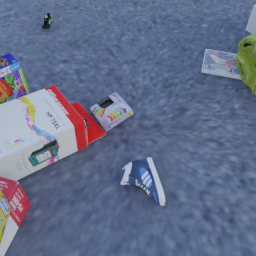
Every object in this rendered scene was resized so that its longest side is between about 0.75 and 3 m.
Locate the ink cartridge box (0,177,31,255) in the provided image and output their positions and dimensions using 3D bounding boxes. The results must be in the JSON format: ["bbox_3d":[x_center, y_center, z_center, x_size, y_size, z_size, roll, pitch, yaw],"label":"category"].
[{"bbox_3d":[-3.256,2.036,5.121,1.799,1.016,2.451,12,50,9],"label":"ink cartridge box"}]

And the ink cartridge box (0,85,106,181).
[{"bbox_3d":[-2.152,-0.003,6.833,2.878,0.968,1.672,-27,53,-25],"label":"ink cartridge box"}]

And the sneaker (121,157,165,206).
[{"bbox_3d":[0.288,1.269,6.242,0.851,0.468,1.163,-19,61,4],"label":"sneaker"}]

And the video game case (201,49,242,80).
[{"bbox_3d":[3.185,-2.139,9.300,1.347,0.155,1.228,12,50,10],"label":"video game case"}]

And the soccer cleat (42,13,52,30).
[{"bbox_3d":[-3.165,-4.132,10.872,0.308,0.370,0.913,0,49,0],"label":"soccer cleat"}]

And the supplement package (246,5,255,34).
[{"bbox_3d":[5.341,-3.736,10.103,1.009,1.021,1.685,-23,53,-19],"label":"supplement package"}]

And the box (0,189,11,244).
[{"bbox_3d":[-2.823,1.641,4.164,1.548,0.945,1.491,3,49,-1],"label":"box"}]

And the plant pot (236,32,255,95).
[{"bbox_3d":[4.646,-2.109,7.925,2.513,2.734,2.734,-23,52,-4],"label":"plant pot"}]

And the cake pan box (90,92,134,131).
[{"bbox_3d":[-0.461,-0.473,7.630,0.898,0.255,0.975,-31,48,-9],"label":"cake pan box"}]

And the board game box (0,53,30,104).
[{"bbox_3d":[-3.724,-0.680,7.098,2.356,1.584,0.527,-35,58,-26],"label":"board game box"}]
